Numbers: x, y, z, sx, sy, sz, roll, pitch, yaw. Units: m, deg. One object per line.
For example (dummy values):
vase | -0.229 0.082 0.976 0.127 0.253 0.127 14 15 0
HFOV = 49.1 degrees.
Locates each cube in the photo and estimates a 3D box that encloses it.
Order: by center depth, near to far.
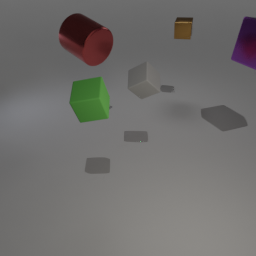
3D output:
cube | -0.848 -0.638 6.385 0.700 0.700 0.700 -8 51 10
cube | 0.481 -1.389 8.271 0.700 0.700 0.700 -19 55 34
cube | 4.454 -2.648 8.912 1.400 1.400 1.400 -6 31 -26
cube | 2.345 -4.209 11.811 0.700 0.700 0.700 7 39 14

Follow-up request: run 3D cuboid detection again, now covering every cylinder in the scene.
cylinder | -1.478 -3.118 9.902 1.400 1.400 1.400 37 45 27
